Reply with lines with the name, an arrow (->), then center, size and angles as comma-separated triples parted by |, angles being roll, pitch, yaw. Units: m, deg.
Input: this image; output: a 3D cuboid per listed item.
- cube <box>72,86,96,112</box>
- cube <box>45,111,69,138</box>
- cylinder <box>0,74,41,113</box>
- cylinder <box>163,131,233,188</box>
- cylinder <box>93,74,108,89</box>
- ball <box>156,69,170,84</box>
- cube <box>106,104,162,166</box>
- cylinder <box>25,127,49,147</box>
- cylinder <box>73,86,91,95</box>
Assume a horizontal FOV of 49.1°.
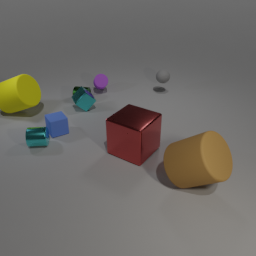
cube -> -1.982, -1.306, 12.571 | 0.700, 0.700, 0.700 | -46, 42, 9
cube -> -2.777, -0.149, 10.940 | 0.700, 0.700, 0.700 | -16, 34, -27
cylinder -> -4.736, -1.453, 12.028 | 1.400, 1.400, 1.400 | -13, 24, 26
cylinder -> 1.974, 0.924, 7.963 | 1.400, 1.400, 1.400 | -25, 7, 47
cylinder -> -1.389, -2.349, 14.228 | 0.700, 0.700, 0.700 | -6, 2, -10
ball -> 1.750, -2.580, 14.006 | 0.700, 0.700, 0.700 | 0, 31, 0
cube -> 0.211, 0.194, 9.687 | 1.400, 1.400, 1.400 | 19, 36, 29
cylinder -> -3.281, 0.316, 10.179 | 0.700, 0.700, 0.700 | -3, 31, -5
cylinder -> -2.205, -1.631, 13.430 | 0.700, 0.700, 0.700 | 6, 31, 9
